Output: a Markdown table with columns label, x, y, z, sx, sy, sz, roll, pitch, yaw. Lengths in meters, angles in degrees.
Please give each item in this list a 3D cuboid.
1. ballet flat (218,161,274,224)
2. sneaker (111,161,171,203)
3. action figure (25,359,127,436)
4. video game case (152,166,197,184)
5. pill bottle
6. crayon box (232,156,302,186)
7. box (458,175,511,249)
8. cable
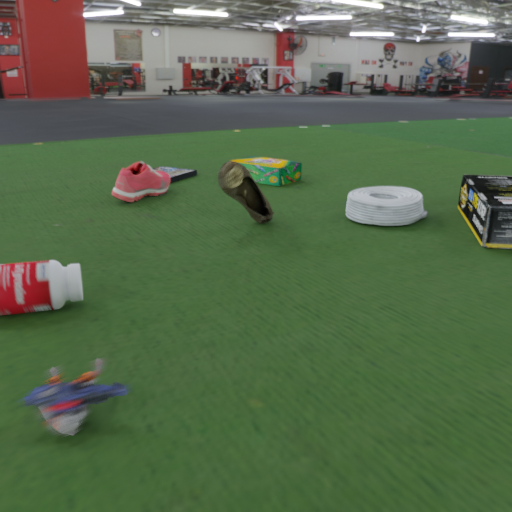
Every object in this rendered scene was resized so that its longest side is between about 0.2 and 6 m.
| label | x | y | z | sx | sy | sz | roll | pitch | yaw |
| --- | --- | --- | --- | --- | --- | --- | --- | --- | --- |
| ballet flat | -0.127 | -1.130 | 10.499 | 0.430 | 1.854 | 0.625 | 33 | 80 | 36 |
| sneaker | -2.557 | -1.823 | 13.065 | 0.693 | 0.816 | 1.881 | 26 | 28 | 17 |
| action figure | -1.621 | 1.318 | 5.188 | 0.871 | 0.456 | 0.842 | 1 | 26 | -5 |
| video game case | -2.500 | -2.219 | 15.291 | 1.232 | 0.174 | 1.364 | 10 | 22 | 26 |
| pill bottle | -2.883 | 0.400 | 7.289 | 1.166 | 0.654 | 0.654 | -6 | 21 | -15 |
| crayon box | 0.232 | -2.282 | 14.968 | 1.706 | 0.497 | 1.013 | 14 | 24 | 34 |
| box | 5.785 | -0.838 | 10.504 | 3.422 | 0.844 | 2.732 | 3 | 22 | 9 |
| cable | 2.610 | -1.024 | 11.410 | 1.557 | 0.539 | 1.557 | 11 | 23 | 28 |
